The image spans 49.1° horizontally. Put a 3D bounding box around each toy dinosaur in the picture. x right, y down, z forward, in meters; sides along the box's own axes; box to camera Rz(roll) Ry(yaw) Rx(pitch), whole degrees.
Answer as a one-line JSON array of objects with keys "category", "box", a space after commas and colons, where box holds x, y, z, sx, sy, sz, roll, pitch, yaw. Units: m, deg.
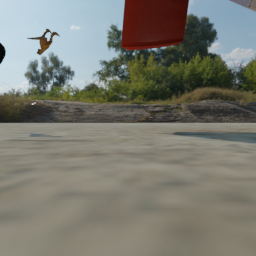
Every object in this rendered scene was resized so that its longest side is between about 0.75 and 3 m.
[{"category": "toy dinosaur", "box": [-2.025, -2.095, 6.817, 0.412, 0.725, 1.365, 32, -12, -9]}]

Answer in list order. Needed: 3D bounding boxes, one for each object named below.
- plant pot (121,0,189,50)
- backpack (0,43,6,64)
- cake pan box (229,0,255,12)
[{"category": "plant pot", "box": [0.758, -3.032, 7.628, 1.594, 1.809, 1.807, 6, 13, 3]}, {"category": "backpack", "box": [-4.258, -2.345, 8.233, 0.946, 0.916, 1.127, -6, -33, 32]}, {"category": "cake pan box", "box": [2.314, -3.374, 6.403, 2.706, 0.769, 2.938, -9, 43, -45]}]
